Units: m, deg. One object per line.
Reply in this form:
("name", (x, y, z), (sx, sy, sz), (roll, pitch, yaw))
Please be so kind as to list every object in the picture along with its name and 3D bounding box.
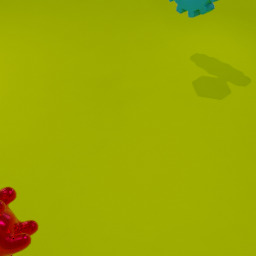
("gear", (1.765, -4.062, 7.600), (0.359, 1.942, 1.942), (-30, 56, -26))
("cow figurine", (-1.645, 1.050, 3.042), (1.012, 1.028, 0.564), (-28, 13, 8))
